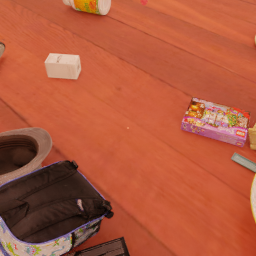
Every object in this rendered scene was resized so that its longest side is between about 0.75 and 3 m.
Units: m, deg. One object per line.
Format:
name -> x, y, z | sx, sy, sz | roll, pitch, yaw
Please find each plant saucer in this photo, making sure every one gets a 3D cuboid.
plant saucer -> 3.249, 0.973, 7.675 | 0.815, 0.077, 0.285 | 30, 53, 26

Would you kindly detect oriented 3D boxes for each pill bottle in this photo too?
pill bottle -> -2.082, -6.451, 13.940 | 2.245, 1.247, 1.247 | 16, 48, 15

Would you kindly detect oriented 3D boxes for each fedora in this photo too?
fedora -> -2.951, 1.009, 6.782 | 2.421, 1.093, 2.141 | -20, 35, -23

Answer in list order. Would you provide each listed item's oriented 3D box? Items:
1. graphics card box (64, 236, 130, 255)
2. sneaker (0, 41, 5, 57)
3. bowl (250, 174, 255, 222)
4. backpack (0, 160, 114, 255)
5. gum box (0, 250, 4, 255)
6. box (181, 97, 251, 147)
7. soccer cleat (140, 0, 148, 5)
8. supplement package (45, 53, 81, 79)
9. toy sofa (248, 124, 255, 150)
graphics card box -> -0.429, 3.429, 4.928 | 1.606, 0.651, 2.559 | -15, 49, -13
sneaker -> -5.205, -2.428, 10.512 | 0.872, 0.813, 2.199 | 18, 54, 4
bowl -> 4.125, 1.794, 5.603 | 2.965, 1.596, 2.965 | -17, 47, 19
backpack -> -1.665, 1.814, 5.740 | 1.961, 1.441, 1.795 | -14, 47, -45
gum box -> -2.774, 2.652, 5.900 | 1.374, 0.306, 1.167 | -25, 52, -24
box -> 2.706, -0.236, 8.612 | 1.875, 0.367, 1.283 | 17, 49, 15
soccer cleat -> 0.488, -4.358, 9.021 | 0.266, 0.797, 0.305 | -6, 57, 10
supplement package -> -2.393, -2.286, 10.375 | 1.126, 0.660, 0.658 | 5, 47, 4
toy sofa -> 4.391, -0.081, 8.261 | 0.882, 1.039, 2.129 | 8, 41, 43
